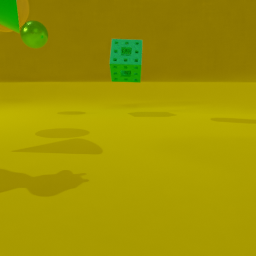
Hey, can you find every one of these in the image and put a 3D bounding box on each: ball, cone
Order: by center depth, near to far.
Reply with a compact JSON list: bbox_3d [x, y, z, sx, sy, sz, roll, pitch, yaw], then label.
[{"bbox_3d":[-2.746,-2.417,5.085,1.329,1.324,1.324,-7,12,-19],"label":"cone"},{"bbox_3d":[-2.923,-2.853,6.525,1.165,1.165,1.165,0,10,0],"label":"ball"},{"bbox_3d":[-3.406,-3.401,10.199,0.979,0.979,0.979,0,10,0],"label":"ball"}]

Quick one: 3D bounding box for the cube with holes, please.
[{"bbox_3d":[-0.050,-2.343,9.847,1.055,1.055,1.055,2,-24,2],"label":"cube with holes"}]
